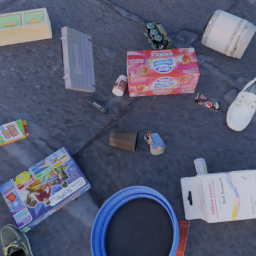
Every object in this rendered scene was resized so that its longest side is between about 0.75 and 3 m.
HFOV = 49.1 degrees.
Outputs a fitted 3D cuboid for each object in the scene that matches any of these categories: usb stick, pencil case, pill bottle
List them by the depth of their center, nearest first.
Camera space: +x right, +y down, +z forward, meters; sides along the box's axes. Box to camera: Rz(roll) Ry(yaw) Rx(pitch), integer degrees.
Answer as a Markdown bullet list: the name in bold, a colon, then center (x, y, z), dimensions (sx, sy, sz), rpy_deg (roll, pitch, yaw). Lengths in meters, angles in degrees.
- **pencil case**: center (2.746, 1.617, 10.471), dimensions (0.395, 0.431, 0.951), rpy_deg (10, 60, -26)
- **usb stick**: center (-1.324, -0.971, 11.940), dimensions (1.147, 0.187, 0.318), rpy_deg (34, 67, 16)
- **pill bottle**: center (-0.324, -1.863, 12.241), dimensions (0.482, 0.482, 0.854), rpy_deg (16, 64, 8)

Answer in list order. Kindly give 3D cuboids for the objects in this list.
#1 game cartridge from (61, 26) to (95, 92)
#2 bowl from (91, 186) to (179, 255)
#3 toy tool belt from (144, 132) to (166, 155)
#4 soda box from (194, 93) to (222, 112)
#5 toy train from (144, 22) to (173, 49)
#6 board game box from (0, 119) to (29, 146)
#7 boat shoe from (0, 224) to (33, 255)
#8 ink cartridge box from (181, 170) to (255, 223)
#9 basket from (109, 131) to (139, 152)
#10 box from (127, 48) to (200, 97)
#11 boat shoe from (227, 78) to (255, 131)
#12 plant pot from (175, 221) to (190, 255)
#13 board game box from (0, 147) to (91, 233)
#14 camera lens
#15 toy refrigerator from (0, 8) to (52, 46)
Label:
- **game cartridge**: center (-1.913, -2.579, 10.770), dimensions (0.437, 1.476, 2.277), rpy_deg (-6, 87, 37)
- **bowl**: center (0.208, 3.316, 8.765), dimensions (2.968, 0.583, 2.968), rpy_deg (-18, 51, 24)
- **toy tool belt**: center (1.047, 0.492, 10.913), dimensions (0.656, 0.646, 1.051), rpy_deg (-20, 64, -10)
- **soda box**: center (2.749, -0.883, 9.642), dimensions (0.888, 0.281, 0.314), rpy_deg (21, 60, -5)
- **toy train**: center (1.460, -4.468, 13.535), dimensions (0.952, 0.712, 1.671), rpy_deg (-13, 60, -21)
- **board game box**: center (-4.913, 0.243, 11.296), dimensions (1.712, 0.257, 0.818), rpy_deg (-18, 65, -12)
- **boat shoe**: center (-3.574, 4.033, 9.051), dimensions (0.774, 0.647, 2.165), rpy_deg (-34, 67, -13)
- **ink cartridge box**: center (3.287, 2.321, 9.575), dimensions (2.689, 0.905, 1.575), rpy_deg (-6, 81, -3)
- **basket**: center (-0.159, 0.449, 10.935), dimensions (1.028, 0.699, 0.927), rpy_deg (8, 50, 8)
- **box**: center (1.428, -2.369, 11.982), dimensions (2.903, 1.386, 1.447), rpy_deg (-3, 62, -2)
- **boat shoe**: center (4.918, -1.129, 11.588), dimensions (0.969, 0.949, 2.737), rpy_deg (27, 66, 13)
- **plant pot**: center (1.305, 3.493, 9.127), dimensions (1.175, 1.208, 1.208), rpy_deg (11, 63, 15)
- **board game box**: center (-2.985, 2.153, 10.138), dimensions (2.731, 0.471, 1.848), rpy_deg (-32, 67, -16)
- **camera lens**: center (4.555, -4.296, 12.843), dimensions (2.060, 1.648, 1.648), rpy_deg (29, 66, 14)
- **toy refrigerator**: center (-5.298, -4.883, 13.506), dimensions (2.961, 1.036, 1.124), rpy_deg (-10, 63, -6)
